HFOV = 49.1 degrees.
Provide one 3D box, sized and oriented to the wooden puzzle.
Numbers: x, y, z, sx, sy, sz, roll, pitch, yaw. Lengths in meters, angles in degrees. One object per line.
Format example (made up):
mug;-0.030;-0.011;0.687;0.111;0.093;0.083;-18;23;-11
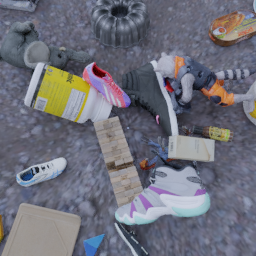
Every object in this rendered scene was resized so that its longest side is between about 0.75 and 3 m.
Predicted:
wooden puzzle;-2.215;2.953;7.013;2.930;0.343;1.977;17;71;8

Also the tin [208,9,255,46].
tin;3.813;-3.570;10.007;1.965;0.411;1.100;-23;63;-10

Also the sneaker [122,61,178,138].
sneaker;0.578;-0.677;8.398;1.376;0.981;2.775;-17;65;0

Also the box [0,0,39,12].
box;-4.608;-5.505;10.320;2.454;1.408;1.622;9;65;4

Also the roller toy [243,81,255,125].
roller toy;4.360;-0.850;8.255;1.767;1.235;1.612;6;65;3

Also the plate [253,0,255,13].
plate;5.625;-4.377;10.449;1.943;0.248;1.943;0;66;0

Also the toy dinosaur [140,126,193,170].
toy dinosaur;1.175;0.716;7.787;1.836;0.964;1.666;38;86;7

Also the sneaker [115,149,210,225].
sneaker;0.562;1.172;5.862;2.031;0.790;1.421;-16;83;18

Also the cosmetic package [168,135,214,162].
cosmetic package;1.685;0.554;7.456;1.164;0.425;0.603;6;81;-17

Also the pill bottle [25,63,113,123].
pill bottle;-1.628;-0.870;7.969;2.261;1.259;1.259;19;64;-19

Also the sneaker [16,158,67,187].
sneaker;-2.359;1.194;7.715;1.401;0.508;0.504;-23;66;-12

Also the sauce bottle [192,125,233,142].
sauce bottle;2.498;0.148;8.278;1.147;0.371;0.371;10;65;5

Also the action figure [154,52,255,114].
action figure;2.104;-1.627;8.245;2.762;1.494;2.855;13;44;-14

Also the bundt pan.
bundt pan;-0.272;-3.949;9.927;2.239;0.840;2.239;0;64;-1

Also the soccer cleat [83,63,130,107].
soccer cleat;-0.514;-1.138;7.656;1.586;0.607;0.529;37;51;-15

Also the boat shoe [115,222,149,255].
boat shoe;0.092;2.802;7.032;0.341;0.427;1.129;-34;81;-14

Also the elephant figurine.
elephant figurine;-2.694;-2.188;8.777;2.269;1.605;1.760;39;111;7

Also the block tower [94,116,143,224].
block tower;-0.200;1.098;7.621;0.746;0.799;2.762;-16;68;-7
